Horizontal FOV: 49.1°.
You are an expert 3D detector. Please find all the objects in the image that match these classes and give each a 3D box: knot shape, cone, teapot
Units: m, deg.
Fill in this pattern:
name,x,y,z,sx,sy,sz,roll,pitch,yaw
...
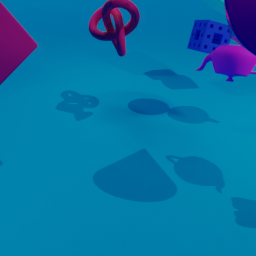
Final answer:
name,x,y,z,sx,sy,sz,roll,pitch,yaw
knot shape,-0.339,-2.653,7.595,1.540,1.441,0.712,-1,22,44
cone,1.876,-1.576,4.148,1.598,1.598,1.604,-3,2,-4
teapot,2.624,-1.634,7.177,1.791,0.877,1.114,12,11,24
cone,2.436,-3.399,6.535,1.167,1.172,1.167,29,18,-10

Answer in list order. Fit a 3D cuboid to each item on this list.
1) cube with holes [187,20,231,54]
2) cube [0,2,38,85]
name,x,y,z,sx,sy,sz,roll,pitch,yaw
cube with holes,2.715,-2.985,9.303,0.954,0.954,0.954,8,18,-18
cube,-2.304,-1.346,4.315,1.064,1.064,1.064,22,68,45
